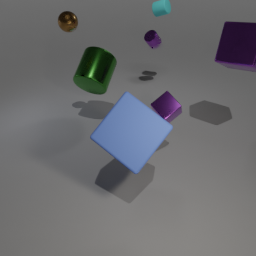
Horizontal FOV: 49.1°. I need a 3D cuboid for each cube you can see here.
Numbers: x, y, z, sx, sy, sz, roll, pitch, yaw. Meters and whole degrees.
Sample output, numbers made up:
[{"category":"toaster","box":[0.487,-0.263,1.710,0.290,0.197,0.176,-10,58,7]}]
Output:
[{"category":"cube","box":[4.122,-2.825,9.874,1.400,1.400,1.400,20,12,37]},{"category":"cube","box":[0.109,0.159,7.088,1.400,1.400,1.400,38,-2,6]},{"category":"cube","box":[1.235,-0.624,8.959,0.700,0.700,0.700,-39,71,1]}]

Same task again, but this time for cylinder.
[{"category":"cylinder","box":[1.285,-4.565,14.458,0.700,0.700,0.700,24,-4,34]},{"category":"cylinder","box":[1.646,-5.901,13.761,0.700,0.700,0.700,0,26,36]},{"category":"cylinder","box":[-1.309,-2.273,11.206,1.400,1.400,1.400,12,71,19]}]

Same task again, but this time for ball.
[{"category":"ball","box":[-2.091,-3.700,9.758,0.700,0.700,0.700,0,31,0]}]
